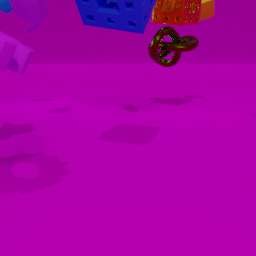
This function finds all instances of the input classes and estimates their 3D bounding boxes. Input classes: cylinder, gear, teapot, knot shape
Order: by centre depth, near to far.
[{"bbox_3d":[-1.858,-1.097,3.078,1.591,0.294,1.591,27,9,-5],"label":"gear"},{"bbox_3d":[-2.684,-3.347,7.500,0.910,1.858,1.155,2,39,4],"label":"teapot"},{"bbox_3d":[-4.053,-4.378,9.449,0.716,0.716,0.716,-26,6,19],"label":"cylinder"},{"bbox_3d":[1.512,-2.992,10.709,2.036,0.941,1.905,-8,-11,-23],"label":"knot shape"}]

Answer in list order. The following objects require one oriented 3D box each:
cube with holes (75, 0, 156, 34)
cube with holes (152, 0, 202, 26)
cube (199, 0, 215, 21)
[{"bbox_3d":[-0.169,-2.471,4.634,1.140,1.140,1.140,14,-22,14],"label":"cube with holes"},{"bbox_3d":[1.631,-4.060,9.263,1.149,1.149,1.149,21,30,35],"label":"cube with holes"},{"bbox_3d":[2.769,-4.571,10.546,0.712,0.712,0.712,-19,50,0],"label":"cube"}]
